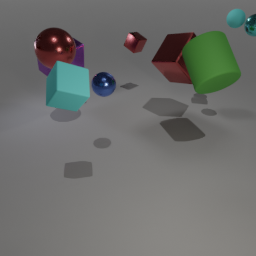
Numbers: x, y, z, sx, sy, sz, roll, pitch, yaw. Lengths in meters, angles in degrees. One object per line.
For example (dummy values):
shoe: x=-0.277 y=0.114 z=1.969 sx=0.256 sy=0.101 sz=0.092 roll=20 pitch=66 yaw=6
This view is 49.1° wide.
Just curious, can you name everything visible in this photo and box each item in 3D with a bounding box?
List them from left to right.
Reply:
ball: x=-2.495 y=-2.725 z=9.650 sx=1.400 sy=1.400 sz=1.400 roll=0 pitch=29 yaw=0
cube: x=-2.773 y=-2.896 z=11.538 sx=1.400 sy=1.400 sz=1.400 roll=36 pitch=53 yaw=24
cube: x=-1.270 y=-0.852 z=5.867 sx=0.700 sy=0.700 sz=0.700 roll=9 pitch=62 yaw=-31
ball: x=-0.684 y=-1.230 z=7.902 sx=0.700 sy=0.700 sz=0.700 roll=0 pitch=29 yaw=0
cube: x=0.352 y=-4.093 z=13.400 sx=0.700 sy=0.700 sz=0.700 roll=41 pitch=39 yaw=17
cube: x=2.071 y=-2.707 z=10.971 sx=1.400 sy=1.400 sz=1.400 roll=19 pitch=75 yaw=51
cylinder: x=2.522 y=-1.965 z=8.569 sx=1.400 sy=1.400 sz=1.400 roll=-10 pitch=73 yaw=-17
ball: x=4.179 y=-4.232 z=10.834 sx=0.700 sy=0.700 sz=0.700 roll=0 pitch=29 yaw=0
ball: x=4.141 y=-3.328 z=9.071 sx=0.700 sy=0.700 sz=0.700 roll=0 pitch=29 yaw=0
